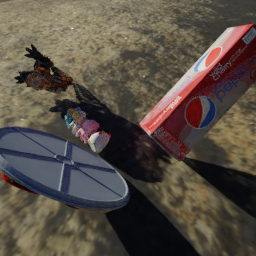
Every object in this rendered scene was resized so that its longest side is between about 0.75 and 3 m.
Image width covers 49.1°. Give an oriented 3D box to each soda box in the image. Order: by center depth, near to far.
[{"bbox_3d":[1.627,-0.760,5.957,2.943,0.933,1.030,-47,18,3],"label":"soda box"}]

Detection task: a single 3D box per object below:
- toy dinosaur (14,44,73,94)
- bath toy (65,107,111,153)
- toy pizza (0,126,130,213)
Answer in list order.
[{"bbox_3d":[-2.454,-1.484,8.546,1.663,2.451,1.252,32,85,14],"label":"toy dinosaur"},{"bbox_3d":[-0.968,0.005,6.837,0.556,0.654,1.504,-32,47,-25],"label":"bath toy"},{"bbox_3d":[-1.221,0.746,5.032,2.682,0.425,2.682,26,8,-4],"label":"toy pizza"}]
